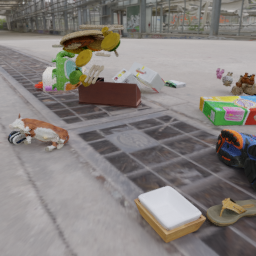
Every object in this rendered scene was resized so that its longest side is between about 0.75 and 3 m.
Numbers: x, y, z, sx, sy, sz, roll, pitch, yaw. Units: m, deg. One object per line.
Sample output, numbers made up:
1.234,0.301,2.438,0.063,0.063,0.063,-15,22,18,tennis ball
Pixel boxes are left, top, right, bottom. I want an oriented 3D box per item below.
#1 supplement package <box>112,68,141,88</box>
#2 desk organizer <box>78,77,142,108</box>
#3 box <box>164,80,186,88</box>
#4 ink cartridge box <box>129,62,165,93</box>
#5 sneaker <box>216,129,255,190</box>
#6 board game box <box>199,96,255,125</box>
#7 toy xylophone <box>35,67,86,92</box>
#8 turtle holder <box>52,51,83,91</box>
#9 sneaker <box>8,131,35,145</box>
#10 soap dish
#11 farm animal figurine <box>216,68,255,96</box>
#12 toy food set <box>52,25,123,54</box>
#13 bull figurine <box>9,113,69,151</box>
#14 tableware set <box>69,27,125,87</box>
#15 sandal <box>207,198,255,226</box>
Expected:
-0.088,-1.932,11.825,0.746,0.718,1.312,-41,25,2,supplement package
-0.678,-1.368,10.495,2.309,0.889,0.828,6,23,13,desk organizer
2.188,-2.108,13.397,0.705,0.177,0.976,-16,25,-36,box
0.813,-2.194,12.082,1.349,0.563,0.979,36,2,33,ink cartridge box
2.741,0.614,5.495,0.959,0.921,2.444,0,23,-14,sneaker
3.686,-0.601,9.133,2.284,0.460,1.747,-1,21,-3,board game box
-3.107,-2.411,13.385,2.164,0.743,2.956,0,21,-1,toy xylophone
-2.136,-1.968,9.801,1.029,1.101,1.449,0,48,-14,turtle holder
-2.776,0.142,7.431,0.477,0.312,0.853,16,28,33,sneaker
0.620,1.318,4.340,0.713,0.368,0.907,-11,23,-26,soap dish
4.581,-1.735,11.572,1.594,0.993,1.974,11,11,-27,farm animal figurine
-1.331,-2.669,8.827,1.610,0.468,2.332,-14,7,-33,toy food set
-2.209,0.104,6.935,1.513,0.493,0.919,13,24,-12,bull figurine
-0.706,-1.602,6.287,1.056,1.567,0.241,16,-16,38,tableware set
1.728,1.286,4.534,1.055,0.285,0.424,-7,22,-18,sandal
